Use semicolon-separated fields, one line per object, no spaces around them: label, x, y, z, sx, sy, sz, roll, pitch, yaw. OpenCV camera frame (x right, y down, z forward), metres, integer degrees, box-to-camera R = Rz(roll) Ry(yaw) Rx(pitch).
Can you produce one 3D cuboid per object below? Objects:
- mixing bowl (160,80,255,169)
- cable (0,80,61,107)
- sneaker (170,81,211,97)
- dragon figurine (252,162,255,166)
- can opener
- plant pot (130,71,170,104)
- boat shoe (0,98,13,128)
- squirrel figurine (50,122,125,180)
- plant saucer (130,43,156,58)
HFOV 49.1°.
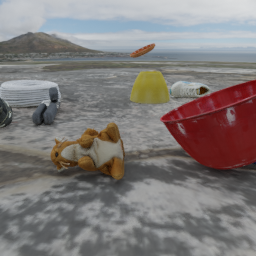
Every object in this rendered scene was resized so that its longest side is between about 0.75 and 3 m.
mixing bowl;2.217;-0.003;6.258;2.696;1.460;2.696;-21;7;2
cable;-4.621;-1.698;13.358;2.747;0.951;2.746;-2;17;-7
sneaker;3.245;-2.000;14.631;2.180;0.834;0.881;-7;19;-16
dragon figurine;3.336;0.701;6.477;1.195;0.594;0.352;14;9;-22
can opener;-3.145;-0.956;10.894;0.770;0.965;2.885;-2;17;-7
plant pot;1.086;-2.059;13.805;1.969;1.398;1.969;0;17;0
boat shoe;-4.704;-0.561;10.110;0.952;1.011;2.815;29;-4;-27
squirrel figurine;-0.874;0.540;6.238;1.512;1.146;1.620;-9;2;5
plant saucer;0.569;-2.920;10.638;1.042;0.168;1.042;-24;21;10
